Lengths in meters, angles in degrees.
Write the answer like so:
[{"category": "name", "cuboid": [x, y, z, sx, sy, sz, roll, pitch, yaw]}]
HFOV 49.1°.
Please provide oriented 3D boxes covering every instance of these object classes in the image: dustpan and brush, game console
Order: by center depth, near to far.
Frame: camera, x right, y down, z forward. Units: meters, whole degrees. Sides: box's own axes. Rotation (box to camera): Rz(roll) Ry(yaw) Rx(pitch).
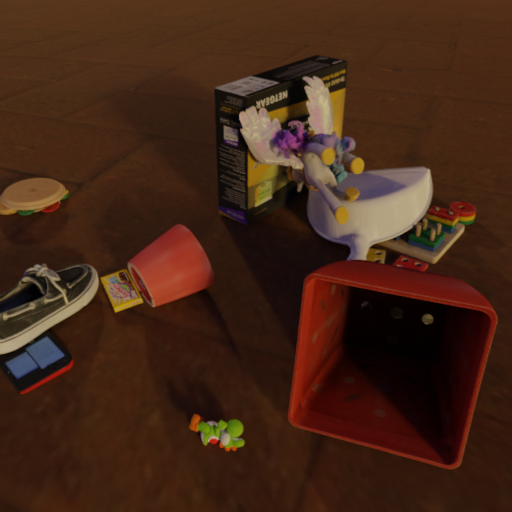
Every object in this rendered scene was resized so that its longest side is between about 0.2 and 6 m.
[{"category": "game console", "cuboid": [-3.359, 1.580, 8.485, 0.889, 0.156, 1.006, -26, 41, -34]}, {"category": "dustpan and brush", "cuboid": [2.112, -0.653, 11.228, 2.709, 1.111, 3.882, -2, 23, 19]}]

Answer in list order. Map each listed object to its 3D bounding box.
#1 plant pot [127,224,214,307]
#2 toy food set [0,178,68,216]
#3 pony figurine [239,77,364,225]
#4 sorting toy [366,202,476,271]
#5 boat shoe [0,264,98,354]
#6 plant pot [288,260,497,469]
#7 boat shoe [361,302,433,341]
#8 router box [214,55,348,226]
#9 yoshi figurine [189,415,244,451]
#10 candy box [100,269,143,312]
[{"category": "plant pot", "cuboid": [-1.520, 0.238, 9.682, 1.109, 1.253, 1.253, -31, 43, -20]}, {"category": "toy food set", "cuboid": [-5.055, -1.339, 12.734, 1.449, 0.356, 1.464, 8, 34, 12]}, {"category": "pony figurine", "cuboid": [1.019, -1.990, 10.803, 2.030, 2.354, 2.438, -27, 32, -13]}, {"category": "sorting toy", "cuboid": [3.211, -0.611, 11.455, 1.580, 0.554, 3.276, 23, 40, 31]}, {"category": "boat shoe", "cuboid": [-3.510, 0.589, 9.162, 0.902, 0.834, 2.442, 17, 31, 24]}, {"category": "plant pot", "cuboid": [1.813, 1.117, 7.565, 2.179, 2.181, 1.922, 11, 21, 16]}, {"category": "boat shoe", "cuboid": [2.222, 0.894, 8.742, 2.604, 0.871, 0.742, 13, 13, 13]}, {"category": "router box", "cuboid": [0.622, -2.671, 12.514, 0.937, 2.822, 3.589, 24, 41, 32]}, {"category": "yoshi figurine", "cuboid": [-0.466, 2.232, 7.295, 0.726, 0.407, 0.408, 16, 30, 18]}, {"category": "candy box", "cuboid": [-2.403, 0.606, 9.958, 0.505, 0.130, 0.988, -22, 39, -18]}]
